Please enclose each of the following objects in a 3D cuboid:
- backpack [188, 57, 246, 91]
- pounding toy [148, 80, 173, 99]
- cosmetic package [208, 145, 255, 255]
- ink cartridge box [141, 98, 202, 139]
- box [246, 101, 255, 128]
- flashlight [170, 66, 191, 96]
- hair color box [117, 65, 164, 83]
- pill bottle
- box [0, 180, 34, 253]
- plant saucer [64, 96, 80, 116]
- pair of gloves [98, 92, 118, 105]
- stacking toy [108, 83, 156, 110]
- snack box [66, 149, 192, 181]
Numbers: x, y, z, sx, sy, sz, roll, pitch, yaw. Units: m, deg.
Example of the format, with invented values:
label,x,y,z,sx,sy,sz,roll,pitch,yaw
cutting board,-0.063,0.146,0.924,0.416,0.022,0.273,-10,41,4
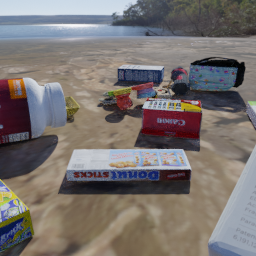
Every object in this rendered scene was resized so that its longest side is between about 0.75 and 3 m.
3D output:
label,x,y,z,sx,sy,sz,roll,pitch,yaw
backpack,3.800,-2.335,12.290,2.242,1.419,1.871,3,9,10
pounding toy,1.246,-1.445,10.779,0.883,0.886,1.545,6,22,4
cosmetic package,1.969,1.073,2.717,1.657,1.667,1.992,16,50,35
ink cartridge box,1.284,-0.320,8.228,1.685,0.707,1.479,4,23,9
box,4.713,-0.226,8.386,1.795,0.452,2.487,5,24,11
flashlight,2.293,-2.120,12.650,0.846,0.842,2.488,38,27,-7
hair color box,0.676,-2.812,14.448,2.236,0.677,1.118,6,23,14
pill bottle,-3.177,-0.441,7.254,2.900,1.638,1.638,-10,24,-23
box,-2.182,1.263,4.552,0.569,0.522,1.624,-19,28,-40
plant saucer,-2.500,-0.681,9.611,1.456,0.353,1.456,-10,24,-21
pair of gloves,-0.561,-1.132,10.913,1.038,0.214,1.221,3,24,8
stacking toy,0.108,-1.183,10.581,1.697,0.717,1.537,-16,10,-26
snack box,0.020,0.777,6.034,2.519,0.306,0.905,0,22,0
